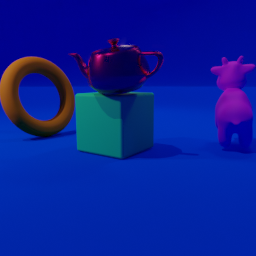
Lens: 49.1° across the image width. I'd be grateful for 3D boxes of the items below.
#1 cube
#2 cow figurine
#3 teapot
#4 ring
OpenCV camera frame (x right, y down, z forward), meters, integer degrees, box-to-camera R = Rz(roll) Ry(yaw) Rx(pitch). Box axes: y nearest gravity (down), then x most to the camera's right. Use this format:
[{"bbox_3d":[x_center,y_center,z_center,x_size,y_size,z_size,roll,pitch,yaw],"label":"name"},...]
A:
[{"bbox_3d":[-0.240,-0.126,5.582,1.134,1.134,1.134,6,12,35],"label":"cube"},{"bbox_3d":[2.167,-0.576,5.752,0.878,1.574,1.600,-1,27,17],"label":"cow figurine"},{"bbox_3d":[-0.250,-1.128,4.998,1.837,0.900,1.142,2,25,24],"label":"teapot"},{"bbox_3d":[-2.178,-0.781,6.993,0.404,2.018,2.018,-11,0,41],"label":"ring"}]
